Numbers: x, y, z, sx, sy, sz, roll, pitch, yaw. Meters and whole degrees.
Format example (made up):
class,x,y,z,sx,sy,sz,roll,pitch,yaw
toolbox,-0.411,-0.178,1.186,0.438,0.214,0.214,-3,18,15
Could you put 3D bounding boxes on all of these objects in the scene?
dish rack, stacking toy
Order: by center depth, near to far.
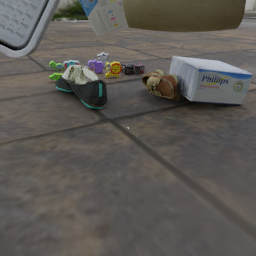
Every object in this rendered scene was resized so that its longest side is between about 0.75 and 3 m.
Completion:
class,x,y,z,sx,sy,sz,roll,pitch,yaw
dish rack,-2.355,-2.599,5.116,2.564,2.200,0.558,27,2,9
stacking toy,-1.927,-2.671,12.096,2.933,0.689,2.211,-7,26,-14

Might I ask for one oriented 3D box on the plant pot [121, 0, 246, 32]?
class,x,y,z,sx,sy,sz,roll,pitch,yaw
plant pot,1.123,-3.313,6.678,2.568,2.405,2.405,-11,24,6

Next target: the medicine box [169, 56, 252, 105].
class,x,y,z,sx,sy,sz,roll,pitch,yaw
medicine box,2.505,-1.563,8.969,1.811,1.023,1.988,2,24,-15

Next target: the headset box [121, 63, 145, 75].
class,x,y,z,sx,sy,sz,roll,pitch,yaw
headset box,0.254,-2.636,12.386,0.951,0.357,0.707,-9,26,-20

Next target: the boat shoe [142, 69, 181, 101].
class,x,y,z,sx,sy,sz,roll,pitch,yaw
boat shoe,1.040,-1.367,9.224,0.828,0.848,2.241,-13,21,-9

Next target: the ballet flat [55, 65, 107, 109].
class,x,y,z,sx,sy,sz,roll,pitch,yaw
ballet flat,-1.498,-1.485,9.103,0.988,0.994,2.906,-6,23,-38

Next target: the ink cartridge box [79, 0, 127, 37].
class,x,y,z,sx,sy,sz,roll,pitch,yaw
ink cartridge box,-0.190,-4.054,8.259,2.323,1.493,1.455,-20,42,10
